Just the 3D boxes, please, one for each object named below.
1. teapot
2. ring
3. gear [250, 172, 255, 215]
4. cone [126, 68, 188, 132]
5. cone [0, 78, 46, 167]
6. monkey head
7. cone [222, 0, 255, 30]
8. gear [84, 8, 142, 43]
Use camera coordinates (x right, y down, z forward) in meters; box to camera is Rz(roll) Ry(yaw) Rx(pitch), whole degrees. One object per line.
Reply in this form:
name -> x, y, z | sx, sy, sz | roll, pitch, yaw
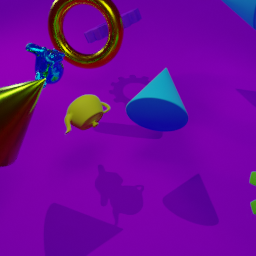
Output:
teapot -> -0.902, -0.266, 5.968 | 1.322, 0.822, 0.647 | -29, 73, -39
ring -> -1.132, -2.591, 7.430 | 2.080, 2.080, 0.416 | 7, 29, 7
gear -> 2.320, 0.798, 3.388 | 0.302, 1.635, 1.635 | 16, 37, -34
cone -> 0.725, -0.801, 6.054 | 1.296, 1.296, 1.301 | 10, 62, 9
cone -> -2.079, -0.398, 5.080 | 1.601, 1.595, 1.595 | -37, 49, 11
monkey head -> -1.793, -1.348, 5.964 | 0.885, 0.742, 1.231 | 22, 28, -15
cone -> 3.348, -3.919, 8.408 | 1.598, 1.592, 1.592 | 27, 52, 32
gear -> -0.500, -3.321, 9.100 | 1.896, 0.351, 1.896 | -21, 23, 10
